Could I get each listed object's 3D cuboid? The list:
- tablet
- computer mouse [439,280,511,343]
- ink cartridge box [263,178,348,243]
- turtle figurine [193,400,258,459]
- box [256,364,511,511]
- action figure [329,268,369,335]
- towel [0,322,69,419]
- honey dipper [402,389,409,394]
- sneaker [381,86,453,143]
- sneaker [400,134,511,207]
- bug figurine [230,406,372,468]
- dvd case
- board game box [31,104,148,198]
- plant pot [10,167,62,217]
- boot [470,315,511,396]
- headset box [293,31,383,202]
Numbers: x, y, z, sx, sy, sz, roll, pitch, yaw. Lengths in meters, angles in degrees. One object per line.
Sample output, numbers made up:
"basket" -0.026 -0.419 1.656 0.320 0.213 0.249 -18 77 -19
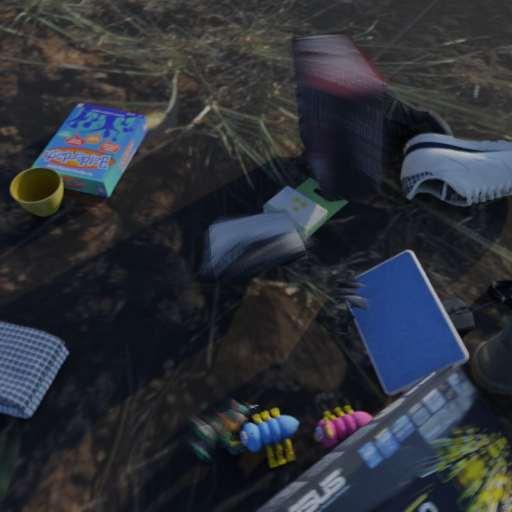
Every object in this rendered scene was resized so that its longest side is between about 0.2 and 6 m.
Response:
"tablet" 2.501 1.115 9.751 1.489 0.156 2.289 -30 54 16
"computer mouse" 3.942 0.939 10.064 2.959 0.504 0.867 -18 55 -14
"ink cartridge box" 1.049 -1.079 11.652 1.104 0.364 1.518 37 64 24
"turtle figurine" -0.459 2.694 8.716 1.088 0.815 0.548 -15 18 -40
"box" 2.151 3.543 7.326 3.499 0.859 2.820 -29 76 -24
"action figure" 1.639 0.809 9.685 0.581 0.676 1.138 10 85 37
"towel" -4.181 1.812 9.293 1.634 0.699 1.353 13 54 10
"honey dipper" 2.803 2.094 9.433 0.919 0.175 0.175 -35 61 -26
"sneaker" 3.171 -2.862 12.621 1.407 0.939 2.456 -32 57 -19
"sneaker" 4.668 -1.610 11.669 3.244 1.239 1.306 5 64 10
"bug figurine" 1.000 3.292 8.186 2.198 0.729 2.835 -18 55 -13
"dvd case" -0.043 -0.264 10.006 1.554 0.256 2.067 -12 23 -1
"board game box" -3.651 -2.403 12.511 1.712 0.506 2.251 12 55 9
"plant pot" -4.421 -1.221 11.519 0.999 0.709 0.999 0 53 0
"boot" 5.051 1.006 8.017 3.357 3.692 1.340 -4 53 -3
"headset box" 1.588 -2.715 10.984 1.161 2.301 3.096 -9 39 -1
